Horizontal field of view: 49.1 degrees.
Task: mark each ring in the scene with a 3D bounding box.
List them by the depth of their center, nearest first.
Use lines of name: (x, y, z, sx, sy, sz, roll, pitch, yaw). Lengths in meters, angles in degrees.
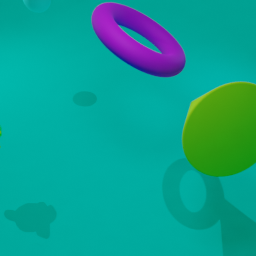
ring: (0.249, -1.759, 5.528, 2.072, 0.414, 2.072, 23, 37, -18)

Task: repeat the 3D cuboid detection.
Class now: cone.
cone: (1.512, -0.235, 5.239, 1.655, 1.655, 1.662, -8, 24, -8)

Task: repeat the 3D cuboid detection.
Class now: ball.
ball: (-2.743, -3.915, 8.436, 0.818, 0.818, 0.818, 0, 45, 0)

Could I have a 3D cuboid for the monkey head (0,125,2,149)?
monkey head: (-3.028, 0.306, 5.629, 0.860, 1.428, 1.027, 6, 46, -28)
